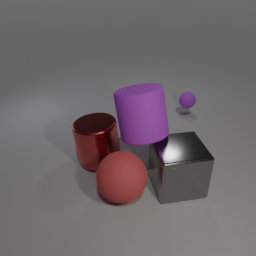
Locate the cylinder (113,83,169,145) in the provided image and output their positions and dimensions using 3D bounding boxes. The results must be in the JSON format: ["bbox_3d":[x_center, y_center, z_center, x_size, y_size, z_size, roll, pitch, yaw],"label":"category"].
[{"bbox_3d":[0.387,-0.424,7.875,1.400,1.400,1.400,-9,20,3],"label":"cylinder"}]

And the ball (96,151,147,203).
[{"bbox_3d":[-0.173,1.332,7.643,1.400,1.400,1.400,0,31,0],"label":"ball"}]

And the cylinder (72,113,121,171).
[{"bbox_3d":[-0.985,0.423,9.008,1.400,1.400,1.400,-5,30,3],"label":"cylinder"}]

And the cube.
[{"bbox_3d":[1.434,1.092,8.007,1.400,1.400,1.400,-6,32,-9],"label":"cube"}]

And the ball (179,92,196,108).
[{"bbox_3d":[2.500,-1.173,11.782,0.700,0.700,0.700,0,31,0],"label":"ball"}]
